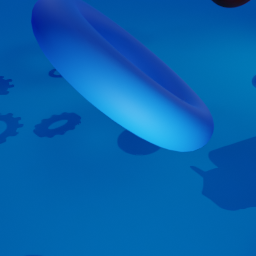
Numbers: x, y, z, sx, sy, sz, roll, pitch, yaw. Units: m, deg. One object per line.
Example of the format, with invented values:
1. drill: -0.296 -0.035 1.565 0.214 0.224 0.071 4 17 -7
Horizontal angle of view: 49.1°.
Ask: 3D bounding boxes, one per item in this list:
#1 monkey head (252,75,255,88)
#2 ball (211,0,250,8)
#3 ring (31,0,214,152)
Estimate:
1. monkey head: 3.035 -0.491 4.792 1.722 1.239 1.038 28 40 3
2. ball: 1.946 -2.782 5.146 1.062 1.062 1.062 0 39 0
3. ring: 0.015 -0.461 2.252 1.657 0.331 1.657 35 21 -15
